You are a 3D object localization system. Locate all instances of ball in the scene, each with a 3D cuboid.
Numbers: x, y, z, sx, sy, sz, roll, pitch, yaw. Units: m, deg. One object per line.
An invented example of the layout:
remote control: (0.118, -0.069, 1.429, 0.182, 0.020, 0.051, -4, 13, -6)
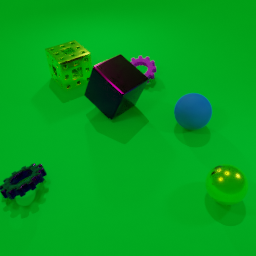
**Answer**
ball: (2.000, -0.502, 8.636, 1.140, 1.140, 1.140, 0, 44, 0)
ball: (2.391, 1.369, 6.806, 0.989, 0.989, 0.989, 0, 44, 0)

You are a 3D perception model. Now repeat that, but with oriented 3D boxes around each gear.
gear: (0.458, -2.211, 10.760, 1.247, 0.231, 1.247, -5, 63, 10)
gear: (-2.639, 1.319, 7.063, 1.152, 0.213, 1.152, -18, 24, 8)

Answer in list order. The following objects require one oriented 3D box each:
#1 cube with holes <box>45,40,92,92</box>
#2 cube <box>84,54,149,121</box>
cube with holes: (-2.183, -2.335, 10.502, 1.232, 1.232, 1.232, -26, 49, -24)
cube: (-0.391, -1.316, 9.027, 1.317, 1.317, 1.317, 43, 50, 12)
